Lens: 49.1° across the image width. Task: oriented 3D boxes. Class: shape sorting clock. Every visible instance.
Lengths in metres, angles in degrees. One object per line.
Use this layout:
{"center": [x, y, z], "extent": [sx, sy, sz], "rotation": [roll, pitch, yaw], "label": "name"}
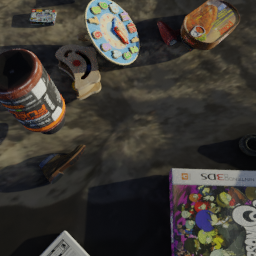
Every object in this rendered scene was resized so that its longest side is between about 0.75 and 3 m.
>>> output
{"center": [-0.386, -2.776, 8.042], "extent": [0.396, 2.020, 2.020], "rotation": [-20, 59, 40], "label": "shape sorting clock"}

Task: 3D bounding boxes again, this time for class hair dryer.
{"center": [1.602, -3.045, 9.119], "extent": [1.506, 0.409, 1.147], "rotation": [28, 54, 6], "label": "hair dryer"}

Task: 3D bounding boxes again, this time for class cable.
{"center": [4.407, 0.529, 7.605], "extent": [2.621, 0.660, 1.273], "rotation": [-12, 84, 8], "label": "cable"}

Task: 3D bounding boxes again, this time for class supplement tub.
{"center": [-2.237, -0.679, 6.645], "extent": [1.228, 2.296, 1.228], "rotation": [-4, 63, 7], "label": "supplement tub"}

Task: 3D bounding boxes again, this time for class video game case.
{"center": [2.359, 2.456, 6.633], "extent": [2.674, 0.528, 2.950], "rotation": [2, 67, 1], "label": "video game case"}
{"center": [-1.532, 3.823, 6.216], "extent": [1.982, 0.239, 2.174], "rotation": [40, 72, 15], "label": "video game case"}

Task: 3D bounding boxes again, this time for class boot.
{"center": [-1.742, 0.783, 7.367], "extent": [0.630, 0.486, 1.300], "rotation": [40, 75, 13], "label": "boot"}

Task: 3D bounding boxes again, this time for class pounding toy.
{"center": [-1.487, -1.988, 8.139], "extent": [1.191, 1.195, 2.083], "rotation": [-9, 65, -7], "label": "pounding toy"}

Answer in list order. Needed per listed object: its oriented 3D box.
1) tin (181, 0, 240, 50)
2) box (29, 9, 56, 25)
{"center": [2.630, -3.302, 8.933], "extent": [1.285, 0.481, 2.296], "rotation": [43, 64, 15], "label": "tin"}
{"center": [-2.866, -3.739, 9.445], "extent": [0.814, 0.162, 0.557], "rotation": [1, 67, 1], "label": "box"}
